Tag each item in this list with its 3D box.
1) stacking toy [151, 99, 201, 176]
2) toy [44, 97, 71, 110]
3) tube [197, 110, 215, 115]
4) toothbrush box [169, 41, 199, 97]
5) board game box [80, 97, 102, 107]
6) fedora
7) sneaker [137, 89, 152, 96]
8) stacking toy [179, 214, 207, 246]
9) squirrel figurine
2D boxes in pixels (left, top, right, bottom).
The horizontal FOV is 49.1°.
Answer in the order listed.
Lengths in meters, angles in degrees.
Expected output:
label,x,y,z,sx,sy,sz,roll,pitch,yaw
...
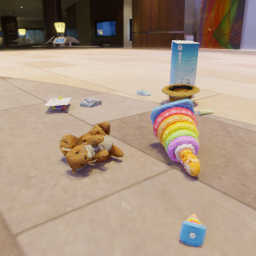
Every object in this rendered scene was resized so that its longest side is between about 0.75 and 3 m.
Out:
label,x,y,z,sx,sy,sz,roll,pitch,yaw
stacking toy,1.551,0.449,8.040,1.401,1.481,2.552,-16,35,6
toy,-3.232,-1.101,13.112,0.991,0.406,1.722,-4,19,-4
tube,3.440,-0.702,12.357,0.850,0.247,0.221,-9,-15,-31
toothbrush box,3.045,-3.326,15.586,1.215,2.850,2.086,2,19,0
board game box,-1.752,-1.247,13.693,0.861,0.266,0.862,8,22,23
fedora,2.602,-1.607,13.872,2.013,0.821,2.013,-1,23,1
sneaker,0.896,-1.974,15.554,0.833,0.341,0.308,2,22,7
stacking toy,1.225,1.835,5.294,0.443,0.419,0.763,12,12,12
squirrel figurine,-1.224,0.638,7.833,1.608,1.138,1.500,-1,25,41
